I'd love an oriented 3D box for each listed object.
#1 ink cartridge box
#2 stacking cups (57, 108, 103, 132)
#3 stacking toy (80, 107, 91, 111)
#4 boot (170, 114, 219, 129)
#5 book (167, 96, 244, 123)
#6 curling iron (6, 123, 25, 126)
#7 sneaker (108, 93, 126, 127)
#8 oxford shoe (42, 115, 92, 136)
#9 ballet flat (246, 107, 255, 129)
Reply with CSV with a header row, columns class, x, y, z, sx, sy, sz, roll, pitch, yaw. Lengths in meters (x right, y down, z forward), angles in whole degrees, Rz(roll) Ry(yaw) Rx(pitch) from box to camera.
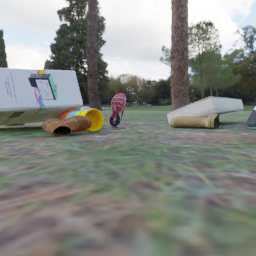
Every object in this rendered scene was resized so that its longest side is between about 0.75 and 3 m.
class,x,y,z,sx,sy,sz,roll,pitch,yaw
ink cartridge box,-3.023,-0.842,8.060,2.753,1.156,1.993,-9,-6,-44
stacking cups,-1.465,-0.181,7.799,0.595,0.595,1.967,-3,1,-39
stacking toy,-1.761,-0.677,13.806,0.654,0.654,1.532,-3,10,-37
boot,2.076,-0.219,8.564,1.278,0.423,1.120,1,4,29
book,3.009,-0.650,10.749,1.855,0.667,2.777,-15,-5,42
curling iron,-4.021,-0.152,9.371,0.295,0.152,1.191,3,5,41
sneaker,-0.325,-0.574,8.639,0.428,1.063,0.397,20,20,10
oxford shoe,-1.271,0.003,6.308,1.227,0.438,0.437,-11,33,-43
ballet flat,4.430,-0.497,8.706,2.748,1.004,1.004,-4,6,-43
